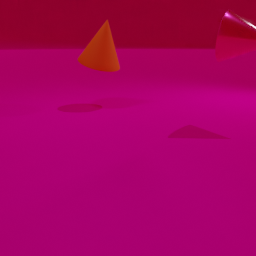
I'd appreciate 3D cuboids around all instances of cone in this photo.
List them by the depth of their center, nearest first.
[{"bbox_3d":[3.094,-2.248,7.129,1.318,1.313,1.313,17,23,28],"label":"cone"},{"bbox_3d":[-0.874,-2.986,9.800,1.546,1.552,1.546,12,29,-6],"label":"cone"}]
